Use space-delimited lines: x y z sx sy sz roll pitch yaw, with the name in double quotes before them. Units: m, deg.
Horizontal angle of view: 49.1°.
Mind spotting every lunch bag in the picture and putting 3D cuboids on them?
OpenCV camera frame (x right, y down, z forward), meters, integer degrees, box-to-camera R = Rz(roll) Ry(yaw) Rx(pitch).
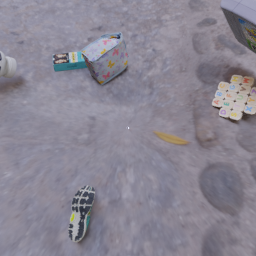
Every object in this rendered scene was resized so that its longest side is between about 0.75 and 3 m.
"lunch bag" -0.603 -2.093 8.259 1.275 1.081 0.810 -36 60 -10

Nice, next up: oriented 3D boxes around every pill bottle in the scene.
"pill bottle" -3.835 -1.774 7.576 1.433 0.795 0.795 5 39 -50

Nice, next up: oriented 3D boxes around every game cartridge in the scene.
"game cartridge" 3.423 -2.086 6.630 0.582 1.919 2.877 -45 56 11

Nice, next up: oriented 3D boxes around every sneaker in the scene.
"sneaker" -0.950 1.748 5.779 0.438 0.451 1.131 11 73 12

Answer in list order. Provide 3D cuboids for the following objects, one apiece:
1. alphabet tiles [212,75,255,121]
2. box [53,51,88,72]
"alphabet tiles" 2.930 -0.830 7.567 1.188 0.089 1.214 19 89 36
"box" -1.740 -2.133 8.881 1.233 0.303 0.507 -8 54 -6
